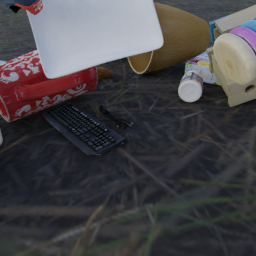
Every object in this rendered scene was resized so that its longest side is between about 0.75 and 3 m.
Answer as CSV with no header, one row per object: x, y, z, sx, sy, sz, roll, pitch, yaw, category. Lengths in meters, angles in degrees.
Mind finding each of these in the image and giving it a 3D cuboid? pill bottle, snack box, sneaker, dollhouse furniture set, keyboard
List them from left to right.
-1.895,-2.141,4.246,1.547,0.654,0.580,34,72,25,sneaker
-0.956,-0.176,7.144,1.656,0.268,2.606,-22,38,-33,keyboard
1.966,-1.333,8.687,0.697,0.697,1.198,8,32,13,pill bottle
3.424,-2.319,10.407,1.758,0.655,2.472,20,36,31,snack box
3.240,-2.304,7.602,1.810,2.583,1.821,-19,47,9,dollhouse furniture set

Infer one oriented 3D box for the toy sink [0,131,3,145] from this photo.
-3.709,-0.153,5.450,1.653,1.923,2.951,2,29,4,toy sink

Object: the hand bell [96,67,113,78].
-1.634,-1.974,9.731,2.395,1.247,1.247,-4,28,-31,hand bell

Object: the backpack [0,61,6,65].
-4.237,-1.803,9.349,1.345,0.851,1.122,18,32,22,backpack

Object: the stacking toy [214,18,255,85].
2.104,-1.357,3.804,1.794,0.766,0.766,-34,36,-3,stacking toy

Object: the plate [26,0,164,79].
-0.696,-2.233,5.072,2.236,2.232,0.361,-16,5,0,plate

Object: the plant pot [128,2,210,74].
1.602,-3.430,10.553,2.734,2.548,2.548,-9,31,-20,plant pot

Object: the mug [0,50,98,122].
-2.240,-1.385,7.373,2.568,1.714,2.280,-30,1,-28,mug
